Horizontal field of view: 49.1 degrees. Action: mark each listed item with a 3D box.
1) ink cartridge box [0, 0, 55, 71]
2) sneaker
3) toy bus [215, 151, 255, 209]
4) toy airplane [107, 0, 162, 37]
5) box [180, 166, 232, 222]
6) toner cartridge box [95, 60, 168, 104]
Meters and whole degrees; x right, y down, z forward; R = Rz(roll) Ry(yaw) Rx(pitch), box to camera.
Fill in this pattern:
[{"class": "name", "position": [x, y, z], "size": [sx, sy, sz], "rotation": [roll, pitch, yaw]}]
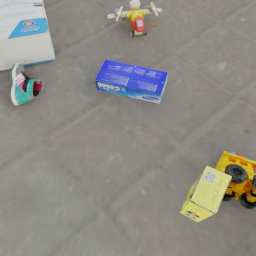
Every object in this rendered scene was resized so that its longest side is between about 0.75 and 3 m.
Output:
[{"class": "ink cartridge box", "position": [-3.598, -3.288, 8.837], "size": [2.066, 1.212, 2.822], "rotation": [-13, 55, -10]}, {"class": "sneaker", "position": [-2.792, -1.301, 7.844], "size": [0.827, 0.572, 1.369], "rotation": [-9, 64, 0]}, {"class": "toy bus", "position": [2.523, 1.032, 6.192], "size": [1.234, 0.837, 1.184], "rotation": [18, 41, 10]}, {"class": "toy airplane", "position": [0.238, -3.865, 9.374], "size": [1.419, 1.006, 1.426], "rotation": [28, 60, 19]}, {"class": "box", "position": [1.232, 1.154, 4.662], "size": [0.408, 1.627, 0.612], "rotation": [25, 73, 15]}, {"class": "toner cartridge box", "position": [0.108, -1.340, 7.984], "size": [1.898, 0.410, 0.902], "rotation": [14, 58, 10]}]
